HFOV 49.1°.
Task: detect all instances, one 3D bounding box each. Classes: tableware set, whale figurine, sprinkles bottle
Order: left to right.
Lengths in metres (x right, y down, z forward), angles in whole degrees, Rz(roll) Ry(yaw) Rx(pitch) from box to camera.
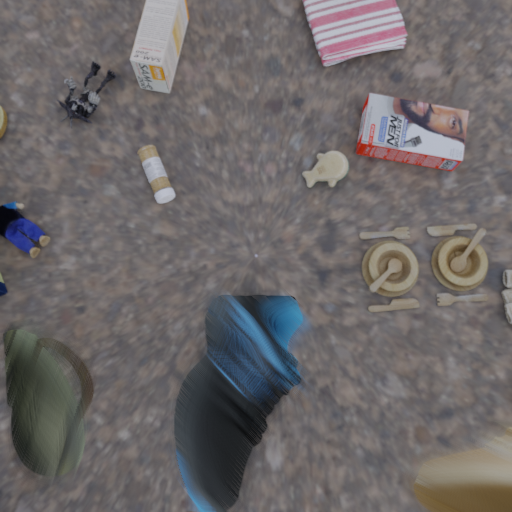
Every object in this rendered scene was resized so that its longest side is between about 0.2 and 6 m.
[{"bbox_3d":[-1.609,-1.317,9.025,0.316,0.316,0.926,-22,80,-4],"label":"sprinkles bottle"},{"bbox_3d":[1.140,-1.374,9.062,0.753,0.391,0.599,-28,79,19],"label":"whale figurine"},{"bbox_3d":[2.657,0.124,8.698,1.985,0.398,1.312,-5,79,-1],"label":"tableware set"}]

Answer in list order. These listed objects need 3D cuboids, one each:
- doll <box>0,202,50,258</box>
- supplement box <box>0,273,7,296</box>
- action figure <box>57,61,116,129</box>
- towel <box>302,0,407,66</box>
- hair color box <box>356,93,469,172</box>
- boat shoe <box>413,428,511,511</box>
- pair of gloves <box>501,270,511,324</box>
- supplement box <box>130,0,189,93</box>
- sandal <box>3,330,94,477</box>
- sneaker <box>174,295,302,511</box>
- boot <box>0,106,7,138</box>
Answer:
[{"bbox_3d":[-3.899,-0.457,8.872,1.190,0.288,0.812,37,80,6],"label":"doll"},{"bbox_3d":[-5.048,0.011,8.302,1.801,1.209,1.799,-22,80,-4],"label":"supplement box"},{"bbox_3d":[-2.820,-2.653,9.172,0.676,0.581,1.138,31,79,-5],"label":"action figure"},{"bbox_3d":[1.572,-4.347,9.665,1.533,0.313,2.095,-14,76,-3],"label":"towel"},{"bbox_3d":[2.511,-1.996,9.064,1.619,0.517,0.898,10,78,1],"label":"hair color box"},{"bbox_3d":[2.788,2.135,5.577,2.375,0.822,0.876,-12,119,24],"label":"boat shoe"},{"bbox_3d":[5.084,1.316,8.416,2.453,0.506,2.885,-4,78,0],"label":"pair of gloves"},{"bbox_3d":[-1.560,-3.568,9.159,0.543,0.931,1.477,11,78,1],"label":"supplement box"},{"bbox_3d":[-2.105,1.276,5.740,0.761,2.666,1.058,2,97,-29],"label":"sandal"},{"bbox_3d":[-0.124,1.389,6.007,1.087,0.972,2.654,-9,44,18],"label":"sneaker"},{"bbox_3d":[-5.591,-2.467,8.236,2.965,2.305,1.079,6,79,1],"label":"boot"}]
